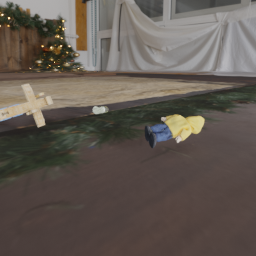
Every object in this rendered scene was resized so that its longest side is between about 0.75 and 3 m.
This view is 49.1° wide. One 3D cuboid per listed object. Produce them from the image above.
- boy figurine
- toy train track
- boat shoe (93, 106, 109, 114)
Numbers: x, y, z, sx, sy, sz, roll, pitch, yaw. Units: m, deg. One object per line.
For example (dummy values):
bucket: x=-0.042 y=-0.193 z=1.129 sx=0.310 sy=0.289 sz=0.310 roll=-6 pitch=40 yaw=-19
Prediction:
boy figurine: x=1.100 y=-0.002 z=6.545 sx=1.427 sy=0.460 sz=0.887 roll=-15 pitch=41 yaw=-19
toy train track: x=-2.707 y=-0.509 z=7.189 sx=0.342 sy=1.205 sz=2.101 roll=-15 pitch=9 yaw=38
boat shoe: x=-1.023 y=-0.666 z=10.348 sx=0.240 sy=0.287 sz=0.803 roll=-6 pitch=5 yaw=-38
